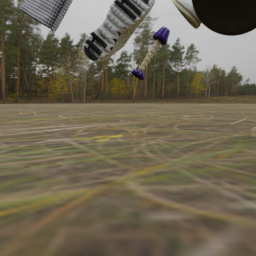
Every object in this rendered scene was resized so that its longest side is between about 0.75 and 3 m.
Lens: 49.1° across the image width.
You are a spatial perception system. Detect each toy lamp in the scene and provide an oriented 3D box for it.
[{"bbox_3d":[0.837,-2.704,10.024,0.584,2.008,0.584,33,-3,2],"label":"toy lamp"}]

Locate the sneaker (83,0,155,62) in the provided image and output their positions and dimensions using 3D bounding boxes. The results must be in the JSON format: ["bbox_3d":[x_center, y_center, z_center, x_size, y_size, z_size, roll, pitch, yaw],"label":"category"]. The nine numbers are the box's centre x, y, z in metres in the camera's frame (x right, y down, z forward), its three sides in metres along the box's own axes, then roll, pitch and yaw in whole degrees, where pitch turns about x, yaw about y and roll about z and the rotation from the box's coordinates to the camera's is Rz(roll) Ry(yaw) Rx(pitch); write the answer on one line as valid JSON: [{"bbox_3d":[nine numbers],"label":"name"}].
[{"bbox_3d":[-0.229,-3.396,9.365,2.932,1.102,1.188,-42,-12,18],"label":"sneaker"}]

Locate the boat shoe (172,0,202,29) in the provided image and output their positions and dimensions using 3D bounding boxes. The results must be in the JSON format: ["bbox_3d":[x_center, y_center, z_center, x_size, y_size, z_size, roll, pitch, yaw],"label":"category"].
[{"bbox_3d":[1.804,-3.516,7.838,0.838,0.916,2.451,-37,27,22],"label":"boat shoe"}]

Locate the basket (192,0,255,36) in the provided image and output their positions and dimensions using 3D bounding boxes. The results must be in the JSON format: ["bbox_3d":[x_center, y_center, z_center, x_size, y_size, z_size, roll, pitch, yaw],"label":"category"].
[{"bbox_3d":[2.211,-2.815,5.004,2.344,1.594,2.113,-52,10,-34],"label":"basket"}]

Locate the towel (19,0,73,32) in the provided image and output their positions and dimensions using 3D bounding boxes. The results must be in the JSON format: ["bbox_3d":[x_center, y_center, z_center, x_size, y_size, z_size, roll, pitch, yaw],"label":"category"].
[{"bbox_3d":[-2.559,-3.849,8.677,1.495,1.238,0.640,35,11,26],"label":"towel"}]
